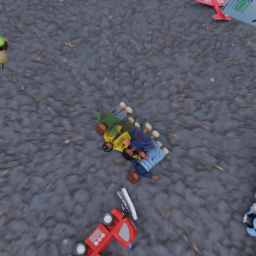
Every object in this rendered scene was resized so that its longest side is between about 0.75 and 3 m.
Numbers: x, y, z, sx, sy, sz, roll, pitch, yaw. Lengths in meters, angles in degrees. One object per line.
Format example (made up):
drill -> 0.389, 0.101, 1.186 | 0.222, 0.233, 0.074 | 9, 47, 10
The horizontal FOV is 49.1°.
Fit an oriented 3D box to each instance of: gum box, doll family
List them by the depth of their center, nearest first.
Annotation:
gum box -> 2.866, -2.456, 5.516 | 1.574, 1.337, 0.351 | 23, 82, 0
doll family -> 0.026, 0.493, 8.074 | 2.489, 0.977, 1.439 | 40, 65, 15

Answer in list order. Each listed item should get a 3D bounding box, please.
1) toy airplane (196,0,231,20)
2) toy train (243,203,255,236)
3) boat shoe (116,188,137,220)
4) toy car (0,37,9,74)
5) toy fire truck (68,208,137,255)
toy airplane -> 3.497, -4.803, 11.059 | 1.845, 0.339, 1.845 | 9, 51, -11
toy train -> 3.760, 2.522, 7.219 | 1.491, 0.646, 0.852 | 26, 57, 14
boat shoe -> -0.052, 2.084, 7.589 | 0.312, 0.330, 0.920 | -22, 62, -11
toy car -> -2.980, -1.613, 6.363 | 0.609, 0.634, 0.772 | -17, 104, -18
toy fire truck -> -0.542, 3.597, 6.597 | 2.029, 0.701, 2.877 | 39, 68, 17
